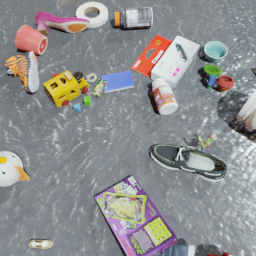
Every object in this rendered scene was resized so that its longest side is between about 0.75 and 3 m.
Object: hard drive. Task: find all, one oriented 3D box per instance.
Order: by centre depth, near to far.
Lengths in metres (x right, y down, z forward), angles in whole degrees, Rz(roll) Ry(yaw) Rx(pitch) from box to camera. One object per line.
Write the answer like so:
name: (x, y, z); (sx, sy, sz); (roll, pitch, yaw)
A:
hard drive: (-0.483, -2.139, 12.880); (1.360, 0.173, 0.897); (-12, 63, -6)

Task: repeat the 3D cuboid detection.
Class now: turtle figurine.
turtle figurine: (2.913, 0.439, 10.718); (0.848, 0.874, 0.629); (-36, 111, 3)

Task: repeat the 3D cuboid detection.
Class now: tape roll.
tape roll: (-1.895, -6.002, 14.845); (1.696, 0.310, 1.696); (0, 62, 0)

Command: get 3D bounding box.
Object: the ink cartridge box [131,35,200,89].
ink cartridge box: (1.775, -3.391, 13.325); (2.314, 0.581, 2.667); (29, 66, 13)

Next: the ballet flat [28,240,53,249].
ballet flat: (-3.004, 3.982, 9.594); (0.852, 0.278, 0.300); (-3, 62, -2)

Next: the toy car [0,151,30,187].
toy car: (-4.803, 1.242, 10.059); (2.713, 2.400, 2.501); (17, 52, -5)

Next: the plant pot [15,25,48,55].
plant pot: (-4.571, -4.138, 13.427); (1.112, 1.257, 1.257); (24, 64, 1)

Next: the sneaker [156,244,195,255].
sneaker: (1.366, 4.693, 8.990); (1.423, 0.749, 1.969); (5, 69, 11)

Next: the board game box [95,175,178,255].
board game box: (0.201, 3.089, 9.616); (1.679, 0.452, 2.797); (-25, 50, -17)

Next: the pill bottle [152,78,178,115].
pill bottle: (1.527, -1.387, 12.111); (0.842, 0.842, 1.501); (-13, 62, -7)

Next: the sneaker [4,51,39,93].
sneaker: (-4.843, -2.431, 12.724); (1.354, 0.937, 2.416); (-13, 53, -2)

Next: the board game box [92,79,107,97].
board game box: (-1.277, -1.802, 12.621); (0.432, 0.097, 0.825); (17, 74, 26)

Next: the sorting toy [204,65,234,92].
sorting toy: (3.986, -2.155, 12.712); (0.994, 0.679, 1.655); (-20, 51, -27)

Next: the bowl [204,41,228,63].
bowl: (4.144, -3.560, 13.410); (1.078, 0.564, 1.078); (0, 62, 1)

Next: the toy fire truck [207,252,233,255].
toy fire truck: (3.155, 5.064, 8.625); (1.794, 1.198, 2.136); (34, 67, -3)

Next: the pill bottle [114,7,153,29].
pill bottle: (0.260, -5.585, 14.232); (1.882, 1.000, 1.000); (-4, 62, -2)

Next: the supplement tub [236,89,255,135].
supplement tub: (5.955, -0.353, 10.861); (2.853, 2.068, 2.068); (36, 68, 17)

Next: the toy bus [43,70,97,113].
toy bus: (-2.577, -1.921, 12.232); (2.045, 1.120, 2.167); (6, 63, 3)

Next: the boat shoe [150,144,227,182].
boat shoe: (2.310, 1.155, 10.737); (2.932, 0.885, 1.109); (15, 63, 8)

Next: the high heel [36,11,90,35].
high heel: (-3.322, -5.541, 14.258); (2.822, 0.950, 1.354); (-7, 72, 11)
